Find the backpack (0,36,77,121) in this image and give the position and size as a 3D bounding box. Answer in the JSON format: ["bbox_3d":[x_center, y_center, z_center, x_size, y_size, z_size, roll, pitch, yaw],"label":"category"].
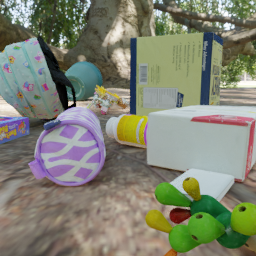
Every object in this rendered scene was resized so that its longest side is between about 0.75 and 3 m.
[{"bbox_3d":[-2.649,-1.311,8.061,1.758,2.318,2.777,-28,-5,-10],"label":"backpack"}]

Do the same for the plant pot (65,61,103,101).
[{"bbox_3d":[-3.286,-2.958,18.848,2.588,2.588,2.432,2,24,12],"label":"plant pot"}]

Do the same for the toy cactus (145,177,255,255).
[{"bbox_3d":[0.801,0.784,1.951,1.119,0.693,1.356,16,-6,-41],"label":"toy cactus"}]

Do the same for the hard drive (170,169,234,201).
[{"bbox_3d":[0.875,0.706,3.412,0.605,0.121,0.917,6,11,33],"label":"hard drive"}]

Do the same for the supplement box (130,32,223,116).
[{"bbox_3d":[1.705,-1.750,9.883,2.788,2.790,1.873,5,11,27],"label":"supplement box"}]

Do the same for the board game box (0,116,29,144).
[{"bbox_3d":[-3.286,0.079,6.152,1.317,0.439,1.959,2,10,11],"label":"board game box"}]

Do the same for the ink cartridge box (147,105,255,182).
[{"bbox_3d":[1.421,0.108,4.742,1.467,0.843,2.022,6,11,31],"label":"ink cartridge box"}]

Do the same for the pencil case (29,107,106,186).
[{"bbox_3d":[-0.850,0.197,4.368,0.935,0.918,2.188,-31,10,-1],"label":"pencil case"}]

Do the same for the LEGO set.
[{"bbox_3d":[-1.075,-1.064,12.441,1.350,1.092,2.935,38,13,10],"label":"LEGO set"}]

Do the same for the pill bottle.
[{"bbox_3d":[0.142,0.049,5.726,1.225,0.639,0.639,8,12,37],"label":"pill bottle"}]
